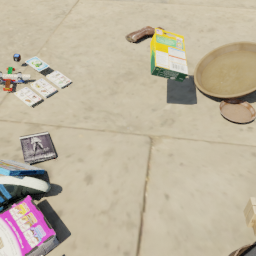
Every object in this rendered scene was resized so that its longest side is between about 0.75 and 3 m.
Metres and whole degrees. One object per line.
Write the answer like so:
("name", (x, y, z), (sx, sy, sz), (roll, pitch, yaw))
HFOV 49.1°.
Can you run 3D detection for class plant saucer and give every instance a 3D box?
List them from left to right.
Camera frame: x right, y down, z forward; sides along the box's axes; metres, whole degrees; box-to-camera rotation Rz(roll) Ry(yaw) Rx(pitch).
("plant saucer", (4.044, -2.205, 10.808), (2.972, 0.438, 2.972), (-15, 48, 18))
("plant saucer", (3.886, -0.574, 10.015), (1.276, 0.220, 1.276), (0, 46, 0))

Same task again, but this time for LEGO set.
("LEGO set", (-4.064, -1.970, 11.357), (2.868, 0.704, 2.143), (35, 52, 18))

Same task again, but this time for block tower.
("block tower", (4.299, 2.253, 6.827), (2.617, 0.756, 0.707), (2, 45, 5))

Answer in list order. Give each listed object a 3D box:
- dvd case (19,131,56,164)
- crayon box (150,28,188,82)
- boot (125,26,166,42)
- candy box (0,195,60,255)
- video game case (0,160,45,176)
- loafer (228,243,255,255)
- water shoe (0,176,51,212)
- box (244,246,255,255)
("dvd case", (-2.861, 0.592, 8.811), (0.915, 0.098, 1.231), (-12, 43, -21))
("crayon box", (1.309, -2.386, 9.124), (1.105, 0.453, 1.758), (11, 58, -14))
("boot", (0.845, -4.536, 13.763), (1.630, 0.523, 1.519), (-31, 40, -31))
("candy box", (-2.804, 2.695, 6.443), (1.994, 0.608, 1.360), (-31, 52, -27))
("video game case", (-3.191, 1.050, 7.540), (1.206, 1.685, 0.150), (14, 85, 14))
("loafer", (3.472, 2.786, 6.098), (2.728, 0.968, 0.996), (-8, 45, -8))
("water shoe", (-3.386, 1.819, 7.324), (2.684, 0.960, 1.059), (0, 73, -2))
("box", (2.284, 3.157, 4.770), (2.587, 1.372, 1.581), (-39, 53, 1))
